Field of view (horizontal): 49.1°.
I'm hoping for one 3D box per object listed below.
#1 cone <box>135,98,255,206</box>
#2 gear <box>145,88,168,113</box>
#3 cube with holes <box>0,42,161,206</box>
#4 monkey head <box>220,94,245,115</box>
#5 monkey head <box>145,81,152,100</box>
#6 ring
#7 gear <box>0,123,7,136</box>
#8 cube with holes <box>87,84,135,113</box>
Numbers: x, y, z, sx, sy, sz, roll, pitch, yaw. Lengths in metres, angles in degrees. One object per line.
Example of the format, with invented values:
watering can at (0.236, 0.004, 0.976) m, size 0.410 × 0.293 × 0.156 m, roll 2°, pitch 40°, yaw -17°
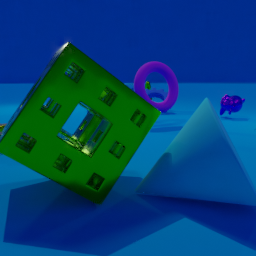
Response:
cone at (0.591, 0.481, 3.102) m, size 1.216 × 1.211 × 1.211 m, roll -27°, pitch 1°, yaw 18°
gear at (1.078, -1.084, 11.030) m, size 1.357 × 0.251 × 1.357 m, roll 0°, pitch 44°, yaw 0°
cube with holes at (-0.612, -0.081, 3.284) m, size 1.186 × 1.186 × 1.186 m, roll 35°, pitch -3°, yaw -22°
monkey head at (3.480, -0.711, 9.480) m, size 0.689 × 0.823 × 1.144 m, roll 30°, pitch 44°, yaw 30°
monkey head at (0.525, -1.383, 11.970) m, size 1.022 × 1.221 × 1.697 m, roll -1°, pitch 12°, yaw 5°
ring at (0.807, -1.130, 7.781) m, size 1.440 × 1.440 × 0.288 m, roll -5°, pitch -1°, yaw -29°
gear at (-2.307, 0.156, 5.803) m, size 1.793 × 0.332 × 1.793 m, roll 0°, pitch 10°, yaw 0°
cube with holes at (-0.536, -0.863, 9.207) m, size 1.162 × 1.162 × 1.162 m, roll 7°, pitch 12°, yaw 37°
